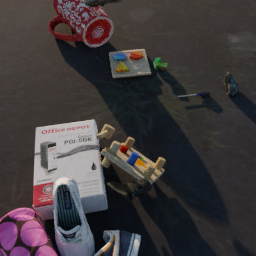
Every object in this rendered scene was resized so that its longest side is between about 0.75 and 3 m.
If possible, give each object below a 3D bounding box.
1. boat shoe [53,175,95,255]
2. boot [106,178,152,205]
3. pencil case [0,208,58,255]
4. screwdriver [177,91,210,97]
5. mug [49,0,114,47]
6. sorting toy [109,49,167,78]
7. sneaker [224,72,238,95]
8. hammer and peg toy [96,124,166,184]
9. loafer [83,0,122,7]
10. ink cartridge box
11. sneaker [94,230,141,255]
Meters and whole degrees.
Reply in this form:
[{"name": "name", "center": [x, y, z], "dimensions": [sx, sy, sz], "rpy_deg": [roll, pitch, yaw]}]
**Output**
[{"name": "boat shoe", "center": [-1.384, 2.359, 6.581], "dimensions": [0.891, 0.809, 2.422], "rpy_deg": [-16, 91, -5]}, {"name": "boot", "center": [0.016, 1.368, 6.462], "dimensions": [0.728, 0.366, 0.974], "rpy_deg": [-28, 25, -29]}, {"name": "pencil case", "center": [-2.169, 3.265, 6.419], "dimensions": [1.272, 1.232, 2.715], "rpy_deg": [-32, 61, -16]}, {"name": "screwdriver", "center": [2.480, -1.235, 10.509], "dimensions": [1.283, 0.179, 0.187], "rpy_deg": [-8, 23, -10]}, {"name": "mug", "center": [-2.098, -4.807, 12.642], "dimensions": [1.840, 2.448, 2.758], "rpy_deg": [-1, 46, -49]}, {"name": "sorting toy", "center": [0.420, -2.790, 11.626], "dimensions": [2.289, 0.337, 1.692], "rpy_deg": [-7, 52, -5]}, {"name": "sneaker", "center": [3.969, -1.678, 10.791], "dimensions": [0.424, 0.403, 1.070], "rpy_deg": [8, 61, -6]}, {"name": "hammer and peg toy", "center": [-0.101, 0.810, 7.975], "dimensions": [2.235, 0.788, 1.644], "rpy_deg": [33, 14, 15]}, {"name": "loafer", "center": [-1.010, -4.950, 10.900], "dimensions": [1.850, 0.582, 0.665], "rpy_deg": [8, 59, 44]}, {"name": "ink cartridge box", "center": [-1.684, 1.124, 8.122], "dimensions": [1.876, 1.059, 2.555], "rpy_deg": [-9, 53, -6]}, {"name": "sneaker", "center": [-0.458, 3.562, 6.292], "dimensions": [1.034, 1.021, 2.604], "rpy_deg": [14, 42, 4]}]
